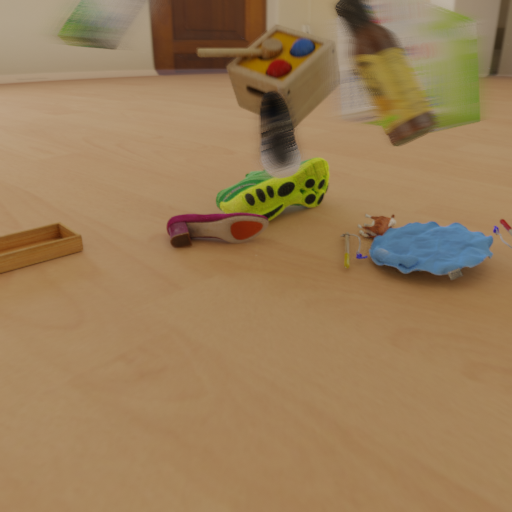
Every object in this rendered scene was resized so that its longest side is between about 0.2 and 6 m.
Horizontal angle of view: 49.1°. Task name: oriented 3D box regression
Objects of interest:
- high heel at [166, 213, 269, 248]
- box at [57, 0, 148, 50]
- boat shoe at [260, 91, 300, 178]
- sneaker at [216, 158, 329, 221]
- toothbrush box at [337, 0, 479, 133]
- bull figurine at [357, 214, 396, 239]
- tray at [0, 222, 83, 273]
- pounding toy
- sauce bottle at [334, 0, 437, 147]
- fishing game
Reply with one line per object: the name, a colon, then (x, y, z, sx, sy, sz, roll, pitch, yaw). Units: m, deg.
high heel: (-0.841, -0.743, 11.911, 2.138, 0.721, 1.028, -7, 35, -7)
box: (-1.999, -3.206, 7.371, 1.388, 1.002, 0.252, 23, -10, 45)
boat shoe: (0.374, -2.222, 9.901, 0.691, 0.654, 1.975, -8, 49, 9)
sneaker: (0.492, -1.712, 13.500, 3.483, 1.290, 1.456, -22, 36, -40)
toothbrush box: (2.705, -3.278, 9.788, 2.597, 1.891, 1.118, -3, 1, -37)
bull figurine: (2.655, -0.667, 12.285, 0.665, 0.357, 1.096, 9, 24, 23)
tray: (-4.634, -0.130, 11.028, 2.111, 0.391, 1.041, -18, 29, -37)
pounding toy: (0.307, -4.222, 12.586, 2.258, 1.605, 2.079, 32, 67, 33)
sauce bottle: (1.648, -2.460, 7.343, 0.664, 2.051, 0.664, -25, -4, -2)
fishing game: (3.374, -0.083, 10.820, 3.390, 0.527, 2.427, -5, 23, 7)
